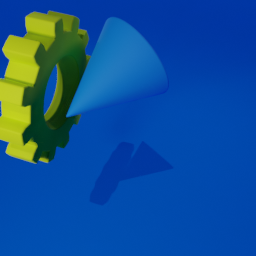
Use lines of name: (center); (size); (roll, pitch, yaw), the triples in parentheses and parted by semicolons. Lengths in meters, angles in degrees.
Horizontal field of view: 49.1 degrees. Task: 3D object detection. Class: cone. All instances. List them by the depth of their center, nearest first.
cone: (-0.348, -0.571, 3.829); (1.283, 1.278, 1.278); (-42, 52, -10)

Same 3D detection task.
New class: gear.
gear: (-1.019, -0.503, 3.722); (0.354, 1.914, 1.914); (15, 42, 9)
